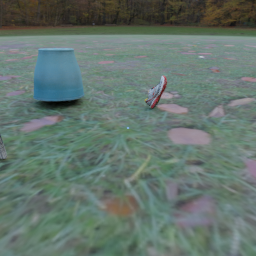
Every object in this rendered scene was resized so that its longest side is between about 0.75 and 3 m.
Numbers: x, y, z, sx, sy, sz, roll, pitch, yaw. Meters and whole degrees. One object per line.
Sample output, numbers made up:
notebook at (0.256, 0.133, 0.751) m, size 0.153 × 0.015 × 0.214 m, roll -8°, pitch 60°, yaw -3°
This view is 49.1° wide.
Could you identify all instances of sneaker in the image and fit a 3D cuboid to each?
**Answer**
sneaker at (0.871, -1.168, 8.876) m, size 0.456 × 1.109 × 0.432 m, roll 33°, pitch 26°, yaw 11°

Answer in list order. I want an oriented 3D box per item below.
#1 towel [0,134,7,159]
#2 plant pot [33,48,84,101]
towel at (-3.189, 0.008, 5.832) m, size 1.308 × 1.259 × 0.226 m, roll 13°, pitch 34°, yaw 22°
plant pot at (-2.383, -1.864, 9.467) m, size 1.723 × 1.619 × 1.723 m, roll 0°, pitch 18°, yaw 0°
